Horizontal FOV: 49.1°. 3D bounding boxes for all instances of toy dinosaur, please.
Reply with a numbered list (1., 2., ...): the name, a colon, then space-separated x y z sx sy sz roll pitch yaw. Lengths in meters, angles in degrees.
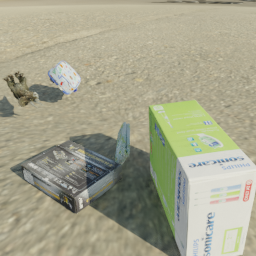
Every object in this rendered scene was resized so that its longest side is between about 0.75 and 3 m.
1. toy dinosaur: -2.991 -1.063 7.755 0.678 0.901 1.762 -23 24 -22

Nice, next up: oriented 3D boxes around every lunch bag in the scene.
1. lunch bag: -1.979 -1.583 8.893 0.471 1.000 1.248 -35 20 19

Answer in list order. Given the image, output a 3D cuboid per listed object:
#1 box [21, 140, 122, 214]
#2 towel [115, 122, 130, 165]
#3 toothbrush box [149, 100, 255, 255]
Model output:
1. box: -1.129 0.887 5.651 1.614 0.390 1.279 20 33 32
2. towel: -0.120 0.358 6.050 0.193 0.685 0.800 7 58 -11
3. toothbrush box: 1.027 0.723 4.624 0.954 1.614 2.217 -7 28 -5
